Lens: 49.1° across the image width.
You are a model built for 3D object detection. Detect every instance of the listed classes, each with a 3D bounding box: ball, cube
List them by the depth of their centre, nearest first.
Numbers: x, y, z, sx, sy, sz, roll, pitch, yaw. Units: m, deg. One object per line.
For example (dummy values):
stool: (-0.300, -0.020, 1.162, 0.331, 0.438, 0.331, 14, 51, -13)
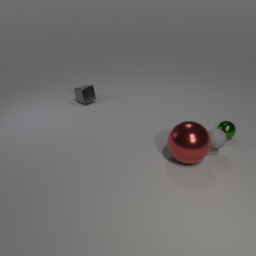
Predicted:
ball: (1.994, 0.465, 9.154, 1.400, 1.400, 1.400, 0, 30, 0)
ball: (2.981, 0.368, 9.515, 0.700, 0.700, 0.700, 0, 30, 0)
ball: (3.697, 0.077, 10.538, 0.700, 0.700, 0.700, 0, 30, 0)
cube: (-2.048, -1.623, 13.366, 0.700, 0.700, 0.700, -24, 22, -35)
